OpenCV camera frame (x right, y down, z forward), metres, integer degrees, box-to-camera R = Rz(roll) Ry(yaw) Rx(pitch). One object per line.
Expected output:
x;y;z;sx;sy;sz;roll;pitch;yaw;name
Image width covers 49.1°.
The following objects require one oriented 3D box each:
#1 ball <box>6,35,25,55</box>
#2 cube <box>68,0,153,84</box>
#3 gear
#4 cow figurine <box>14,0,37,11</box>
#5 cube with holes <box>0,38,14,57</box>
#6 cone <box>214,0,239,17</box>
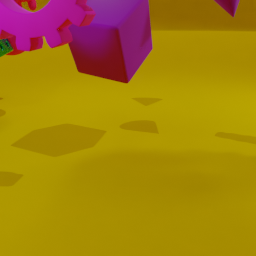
-3.106;-2.541;7.277;1.272;1.272;1.272;0;21;0;ball
-0.351;-1.857;5.638;1.247;1.247;1.247;17;56;23;cube
-1.325;-2.070;3.694;1.994;1.994;0.369;5;24;12;gear
-3.283;-4.332;8.449;0.852;1.528;1.553;-14;3;-9;cow figurine
-3.436;-1.926;6.198;1.041;1.041;1.041;-20;25;9;cube with holes
2.113;-2.738;5.867;0.977;0.981;0.977;-5;-16;-1;cone
